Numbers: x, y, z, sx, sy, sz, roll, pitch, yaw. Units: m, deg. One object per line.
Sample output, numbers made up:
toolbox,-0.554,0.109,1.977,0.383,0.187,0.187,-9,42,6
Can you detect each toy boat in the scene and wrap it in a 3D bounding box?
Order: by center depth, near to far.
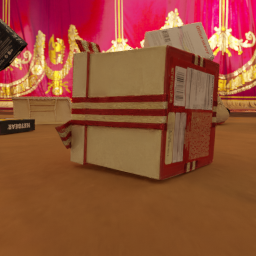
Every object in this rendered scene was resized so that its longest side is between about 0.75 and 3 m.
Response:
toy boat,2.763,-0.545,9.902,1.159,1.157,1.773,-33,-16,34

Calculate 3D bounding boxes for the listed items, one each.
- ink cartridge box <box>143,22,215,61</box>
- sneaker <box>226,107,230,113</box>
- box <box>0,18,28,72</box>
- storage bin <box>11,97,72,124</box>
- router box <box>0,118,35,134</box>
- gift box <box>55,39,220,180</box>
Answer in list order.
ink cartridge box,0.986,-1.477,5.765,1.175,0.862,0.858,-12,-18,-6
sneaker,2.873,-0.735,11.251,2.718,1.025,1.077,-3,7,-28
box,-4.237,-2.816,8.589,1.847,1.164,1.879,41,4,-22
storage bin,-3.271,-0.683,10.697,2.085,0.984,2.100,-2,4,-20
router box,-3.001,-0.054,6.725,0.939,0.322,1.259,1,5,17
gift box,0.066,-0.234,2.910,1.295,1.280,1.387,6,1,40
